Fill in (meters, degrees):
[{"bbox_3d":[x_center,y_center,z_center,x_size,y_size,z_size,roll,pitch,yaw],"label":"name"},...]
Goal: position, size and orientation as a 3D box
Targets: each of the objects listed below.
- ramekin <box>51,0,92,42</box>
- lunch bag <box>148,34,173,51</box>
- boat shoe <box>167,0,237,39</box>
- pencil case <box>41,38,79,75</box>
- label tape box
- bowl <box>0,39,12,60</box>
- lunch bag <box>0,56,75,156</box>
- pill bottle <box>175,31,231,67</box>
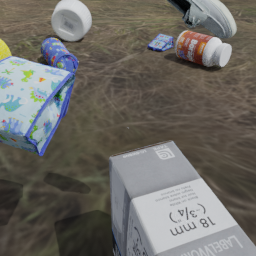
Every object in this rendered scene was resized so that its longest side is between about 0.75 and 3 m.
[{"bbox_3d":[-2.540,-4.694,12.393,1.721,1.721,0.839,5,43,7],"label":"ramekin"},{"bbox_3d":[1.359,-3.528,11.869,0.724,0.453,0.962,28,56,32],"label":"lunch bag"},{"bbox_3d":[0.638,-1.151,2.725,0.909,0.317,0.324,43,84,-3],"label":"boat shoe"},{"bbox_3d":[-2.455,-2.559,10.017,0.931,0.836,2.143,-13,36,-25],"label":"pencil case"},{"bbox_3d":[0.624,1.755,2.821,0.875,1.994,2.765,-12,37,-16],"label":"label tape box"},{"bbox_3d":[-5.567,-3.100,10.609,1.982,1.067,1.982,-1,35,0],"label":"bowl"},{"bbox_3d":[-1.199,-0.326,3.203,0.884,0.663,1.040,17,65,7],"label":"lunch bag"},{"bbox_3d":[2.755,-2.883,10.308,1.859,1.043,1.043,29,44,36],"label":"pill bottle"}]
